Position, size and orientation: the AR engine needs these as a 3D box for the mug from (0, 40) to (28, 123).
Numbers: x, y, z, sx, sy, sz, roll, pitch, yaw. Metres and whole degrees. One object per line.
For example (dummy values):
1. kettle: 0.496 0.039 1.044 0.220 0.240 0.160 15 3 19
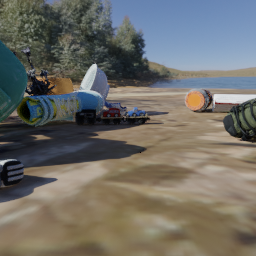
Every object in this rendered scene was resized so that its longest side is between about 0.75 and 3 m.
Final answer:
1. mug: -3.502 -0.882 6.524 2.192 1.649 2.667 -29 39 13

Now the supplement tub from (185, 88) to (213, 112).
1. supplement tub: 2.742 -1.100 10.897 0.895 0.895 1.461 4 11 25

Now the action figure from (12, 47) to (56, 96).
1. action figure: -3.094 -1.619 9.153 1.120 1.884 0.961 -28 15 -14

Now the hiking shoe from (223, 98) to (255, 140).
1. hiking shoe: 2.482 -0.151 5.159 1.290 0.970 2.562 -25 -12 11

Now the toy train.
1. toy train: -0.407 -0.328 7.588 2.038 0.467 0.348 -1 10 -6

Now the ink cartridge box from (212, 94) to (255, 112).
1. ink cartridge box: 4.208 -0.778 10.032 2.218 0.690 2.757 3 14 15

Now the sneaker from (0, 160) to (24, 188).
1. sneaker: -1.720 0.525 3.020 0.593 0.386 1.028 1 -2 35

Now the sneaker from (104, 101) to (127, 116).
1. sneaker: -0.425 -0.739 9.316 0.832 0.367 0.313 27 22 -17

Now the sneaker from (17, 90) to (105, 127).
1. sneaker: -1.833 -0.507 7.480 2.298 0.914 1.500 -8 7 7

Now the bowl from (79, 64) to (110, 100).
1. bowl: -1.145 -1.269 9.612 0.758 1.686 1.686 22 1 -23

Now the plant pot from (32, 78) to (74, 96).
1. plant pot: -2.718 -1.193 10.300 1.833 1.283 1.833 1 10 0
